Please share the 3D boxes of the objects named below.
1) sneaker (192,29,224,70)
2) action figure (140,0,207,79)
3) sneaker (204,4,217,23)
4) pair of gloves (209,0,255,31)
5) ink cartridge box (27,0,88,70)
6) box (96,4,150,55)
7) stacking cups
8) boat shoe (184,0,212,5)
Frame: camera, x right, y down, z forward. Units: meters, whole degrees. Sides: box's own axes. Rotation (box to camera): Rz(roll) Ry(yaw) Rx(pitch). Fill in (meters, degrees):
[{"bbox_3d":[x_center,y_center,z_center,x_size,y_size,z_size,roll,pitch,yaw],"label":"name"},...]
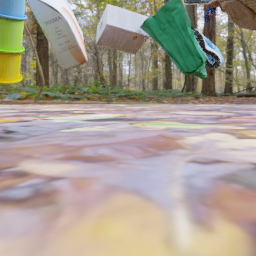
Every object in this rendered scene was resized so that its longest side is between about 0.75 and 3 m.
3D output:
[{"bbox_3d":[2.812,-2.849,10.166,0.794,1.765,0.692,-19,-19,-47],"label":"sneaker"},{"bbox_3d":[1.576,-2.448,8.255,1.441,2.440,0.667,-35,-8,29],"label":"action figure"},{"bbox_3d":[2.976,-4.181,10.056,0.368,0.353,0.938,20,-25,18],"label":"sneaker"},{"bbox_3d":[1.727,-2.678,4.982,2.315,0.406,1.968,40,8,-15],"label":"pair of gloves"},{"bbox_3d":[-1.763,-2.961,6.367,0.674,2.690,2.182,-19,38,1],"label":"ink cartridge box"},{"bbox_3d":[-0.172,-3.124,9.022,1.455,0.774,1.108,9,-21,-22],"label":"box"},{"bbox_3d":[-2.203,-2.291,4.823,0.902,2.982,0.902,12,27,-6],"label":"stacking cups"},{"bbox_3d":[1.902,-3.463,7.486,0.818,0.253,0.298,-5,41,0],"label":"boat shoe"}]
